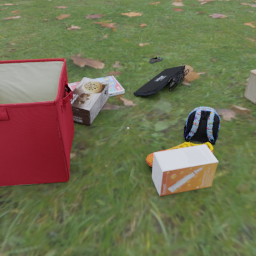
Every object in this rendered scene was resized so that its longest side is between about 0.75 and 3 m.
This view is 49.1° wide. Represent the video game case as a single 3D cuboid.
[{"bbox_3d":[-1.331,-1.624,11.524,2.013,0.176,1.439,-14,39,-18],"label":"video game case"}]

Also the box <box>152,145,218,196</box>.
[{"bbox_3d":[1.427,1.079,7.233,1.462,0.909,0.712,-8,37,-11],"label":"box"}]

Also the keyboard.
[{"bbox_3d":[1.562,-1.872,11.784,1.488,0.566,2.858,0,30,41],"label":"keyboard"}]

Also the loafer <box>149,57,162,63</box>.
[{"bbox_3d":[1.402,-3.418,13.889,0.788,0.248,0.283,-23,42,-28],"label":"loafer"}]

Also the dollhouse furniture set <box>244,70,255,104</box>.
[{"bbox_3d":[5.826,-1.725,10.878,2.271,1.109,1.937,-14,39,-18],"label":"dollhouse furniture set"}]

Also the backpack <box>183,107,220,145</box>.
[{"bbox_3d":[2.315,-0.174,8.710,1.076,1.178,0.793,8,37,12],"label":"backpack"}]

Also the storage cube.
[{"bbox_3d":[-2.842,-0.180,7.564,2.854,2.565,2.439,-3,36,-5],"label":"storage cube"}]

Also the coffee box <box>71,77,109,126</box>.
[{"bbox_3d":[-1.476,-0.981,10.038,1.021,0.721,1.807,15,43,12],"label":"coffee box"}]

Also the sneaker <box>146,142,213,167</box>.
[{"bbox_3d":[1.445,0.707,7.907,1.927,0.743,0.703,-8,38,-8],"label":"sneaker"}]
